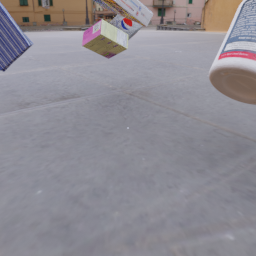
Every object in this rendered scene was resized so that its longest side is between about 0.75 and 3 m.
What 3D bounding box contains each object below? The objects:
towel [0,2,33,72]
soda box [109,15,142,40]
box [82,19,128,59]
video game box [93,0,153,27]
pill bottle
[{"bbox_3d":[-3.470,-2.437,7.655,1.881,1.362,0.224,-19,25,42],"label":"towel"},{"bbox_3d":[-0.120,-4.027,11.259,0.864,0.930,2.724,-40,12,9],"label":"soda box"},{"bbox_3d":[-0.587,-2.284,7.297,0.906,0.438,0.797,17,-21,-40],"label":"box"},{"bbox_3d":[-0.607,-3.886,8.202,2.186,0.512,1.992,38,17,34],"label":"video game box"},{"bbox_3d":[3.173,-2.124,6.478,1.689,2.825,1.689,25,-10,5],"label":"pill bottle"}]
